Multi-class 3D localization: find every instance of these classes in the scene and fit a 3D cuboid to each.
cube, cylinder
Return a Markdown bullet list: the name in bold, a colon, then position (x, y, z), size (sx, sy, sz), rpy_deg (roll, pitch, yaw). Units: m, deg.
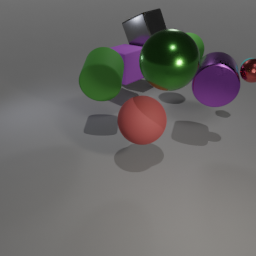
- **cube**: position (0.840, -4.633, 13.267), size (1.400, 1.400, 1.400), rpy_deg (-6, 21, 46)
- **cylinder**: position (-0.873, -1.856, 9.606), size (1.400, 1.400, 1.400), rpy_deg (1, 38, 3)
- **cylinder**: position (2.801, -1.570, 8.947), size (1.400, 1.400, 1.400), rpy_deg (8, 31, 14)
- **cube**: position (-0.133, -2.949, 12.854), size (1.400, 1.400, 1.400), rpy_deg (-28, 37, -37)

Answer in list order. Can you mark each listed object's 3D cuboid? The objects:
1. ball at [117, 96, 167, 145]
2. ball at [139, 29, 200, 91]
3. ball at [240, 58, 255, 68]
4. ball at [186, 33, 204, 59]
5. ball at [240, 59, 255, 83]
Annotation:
- **ball**: position (0.399, -0.222, 7.985), size (1.400, 1.400, 1.400), rpy_deg (0, 29, 0)
- **ball**: position (0.959, -1.565, 6.520), size (1.400, 1.400, 1.400), rpy_deg (0, 29, 0)
- **ball**: position (4.625, -2.288, 10.577), size (0.700, 0.700, 0.700), rpy_deg (0, 29, 0)
- **ball**: position (2.550, -3.349, 12.004), size (1.400, 1.400, 1.400), rpy_deg (0, 29, 0)
- **ball**: position (3.663, -1.680, 8.222), size (0.700, 0.700, 0.700), rpy_deg (0, 29, 0)
